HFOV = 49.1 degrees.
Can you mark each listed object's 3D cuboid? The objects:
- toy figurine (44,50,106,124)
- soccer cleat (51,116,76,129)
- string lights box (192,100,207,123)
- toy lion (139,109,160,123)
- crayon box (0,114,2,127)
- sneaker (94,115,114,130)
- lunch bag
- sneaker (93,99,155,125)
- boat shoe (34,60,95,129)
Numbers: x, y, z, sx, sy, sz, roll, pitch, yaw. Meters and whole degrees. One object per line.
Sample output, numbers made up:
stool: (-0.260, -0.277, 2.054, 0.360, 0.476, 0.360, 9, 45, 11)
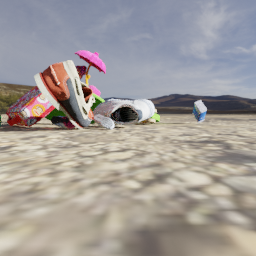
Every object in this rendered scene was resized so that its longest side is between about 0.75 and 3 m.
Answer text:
toy figurine: (-1.970, -1.799, 11.278, 2.954, 2.719, 2.218, -13, -35, 30)
soccer cleat: (-1.863, -0.170, 8.523, 1.035, 0.361, 0.447, 11, -13, 30)
string lights box: (2.807, -0.631, 11.045, 0.275, 0.480, 0.934, -24, -27, -5)
toy lion: (0.527, -0.414, 11.288, 1.630, 0.560, 1.562, 4, -7, 24)
crayon box: (-4.193, -0.269, 7.863, 1.157, 0.337, 0.687, 7, -7, -22)
sneaker: (-0.641, -0.126, 7.984, 0.318, 0.308, 0.871, -40, 40, -15)
lunch bag: (-3.254, -0.673, 9.299, 1.702, 0.792, 1.932, -48, 28, -25)
sneaker: (-0.373, -0.496, 8.936, 2.452, 0.895, 0.868, -8, 8, 40)
boat shoe: (-1.315, -0.769, 7.139, 0.893, 1.016, 2.855, -30, -20, 0)
